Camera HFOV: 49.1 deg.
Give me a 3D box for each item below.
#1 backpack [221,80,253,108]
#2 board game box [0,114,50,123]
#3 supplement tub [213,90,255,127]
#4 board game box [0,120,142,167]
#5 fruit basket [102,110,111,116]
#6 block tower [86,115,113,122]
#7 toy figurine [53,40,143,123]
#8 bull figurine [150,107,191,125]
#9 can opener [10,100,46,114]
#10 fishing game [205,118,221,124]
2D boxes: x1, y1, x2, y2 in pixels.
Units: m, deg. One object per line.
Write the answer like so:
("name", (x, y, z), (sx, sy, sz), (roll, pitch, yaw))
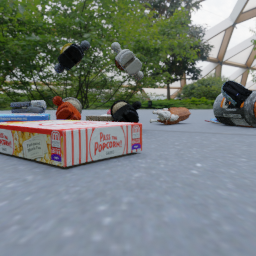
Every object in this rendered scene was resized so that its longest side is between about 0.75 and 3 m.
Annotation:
("backpack", (3.684, -1.230, 9.745), (0.932, 0.761, 0.717), (42, -1, 14))
("board game box", (-3.472, -0.150, 8.765), (1.958, 0.579, 2.574), (-1, 5, -13))
("supplement tub", (4.744, -0.789, 11.351), (1.437, 1.437, 2.346), (-2, 4, -24))
("board game box", (-1.174, 0.174, 5.125), (2.324, 0.538, 1.761), (4, 6, 39))
("fruit basket", (-0.638, -0.785, 16.343), (1.909, 0.895, 1.768), (-18, 10, -16))
("block tower", (-1.043, -0.284, 11.252), (1.611, 0.466, 0.435), (6, 8, 43))
("toy figurine", (-0.991, -1.376, 9.381), (2.976, 2.930, 2.070), (0, 15, -8))
("bull figurine", (1.858, -0.557, 12.687), (2.297, 0.748, 1.395), (-5, 7, -43))
("can opener", (-3.408, -0.703, 9.445), (1.599, 0.421, 0.531), (2, 6, 31))
("fishing game", (4.515, -0.401, 13.201), (1.708, 0.266, 1.223), (-7, 15, -35))
